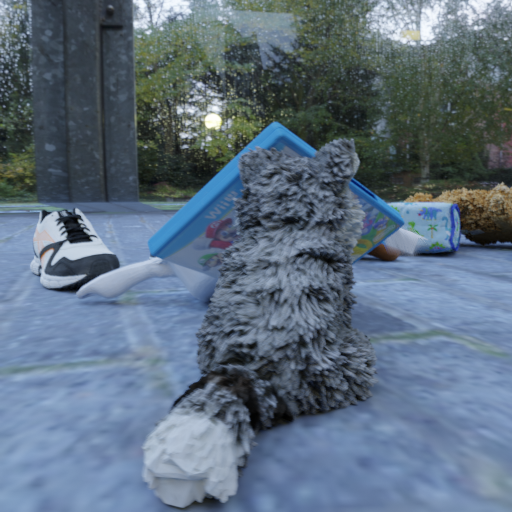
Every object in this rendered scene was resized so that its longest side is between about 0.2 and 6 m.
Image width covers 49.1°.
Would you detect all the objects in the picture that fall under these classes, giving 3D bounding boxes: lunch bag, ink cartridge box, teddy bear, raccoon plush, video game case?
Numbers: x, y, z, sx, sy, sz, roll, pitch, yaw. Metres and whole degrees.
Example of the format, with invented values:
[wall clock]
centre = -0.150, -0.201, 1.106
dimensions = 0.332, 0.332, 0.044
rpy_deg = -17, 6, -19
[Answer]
[lunch bag]
centre = 3.528, -0.566, 11.902
dimensions = 1.514, 1.135, 1.780
rpy_deg = 3, -5, 24
[ink cartridge box]
centre = 2.274, -0.314, 9.215
dimensions = 0.930, 0.310, 0.539
rpy_deg = 17, 11, -19
[teddy bear]
centre = 5.319, -1.018, 12.711
dimensions = 3.888, 1.298, 2.819
rpy_deg = 1, -16, 42
[raccoon plush]
centre = 0.190, 0.099, 3.500
dimensions = 1.263, 1.749, 2.611
rpy_deg = 1, 7, 6
[video game case]
centre = 0.307, -0.233, 5.519
dimensions = 1.622, 0.202, 2.266
rpy_deg = -39, -37, 23

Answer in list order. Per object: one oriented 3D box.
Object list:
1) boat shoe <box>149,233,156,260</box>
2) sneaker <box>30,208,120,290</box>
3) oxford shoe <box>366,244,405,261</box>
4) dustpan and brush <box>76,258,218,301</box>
[boat shoe]
centre = -0.662, -0.068, 8.836
dimensions = 2.159, 0.766, 0.778
rpy_deg = 0, 7, 3
[sneaker]
centre = -2.807, -0.148, 8.343
dimensions = 1.007, 1.093, 2.731
rpy_deg = -3, 9, -36
[oxford shoe]
centre = 1.378, -0.313, 10.789
dimensions = 2.920, 1.041, 1.041
rpy_deg = 16, -22, 17
[dustpan and brush]
centre = -0.654, 0.064, 6.676
dimensions = 3.022, 0.865, 2.109
rpy_deg = -28, -14, -2
